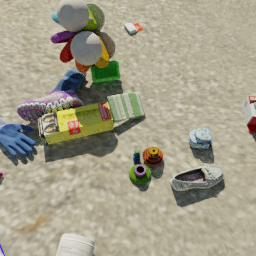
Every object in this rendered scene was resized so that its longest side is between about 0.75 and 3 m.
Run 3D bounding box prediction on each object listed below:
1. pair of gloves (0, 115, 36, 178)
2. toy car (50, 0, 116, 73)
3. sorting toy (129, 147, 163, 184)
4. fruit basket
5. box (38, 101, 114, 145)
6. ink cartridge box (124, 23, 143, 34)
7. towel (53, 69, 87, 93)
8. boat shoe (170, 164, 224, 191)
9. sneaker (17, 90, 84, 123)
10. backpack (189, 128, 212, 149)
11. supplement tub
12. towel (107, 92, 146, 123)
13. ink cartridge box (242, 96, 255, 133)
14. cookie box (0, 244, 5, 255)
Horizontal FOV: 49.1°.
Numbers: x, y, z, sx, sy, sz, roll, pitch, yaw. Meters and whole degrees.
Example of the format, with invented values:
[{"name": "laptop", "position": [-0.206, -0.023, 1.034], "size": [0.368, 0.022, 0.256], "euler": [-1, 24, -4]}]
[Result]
[{"name": "pair of gloves", "position": [-4.853, 0.739, 10.375], "size": [2.277, 0.323, 2.832], "euler": [36, 64, 20]}, {"name": "toy car", "position": [-2.004, -3.654, 11.262], "size": [2.224, 2.966, 2.596], "euler": [-17, 11, 20]}, {"name": "sorting toy", "position": [0.587, 1.163, 9.871], "size": [0.946, 0.646, 1.574], "euler": [30, 62, 19]}, {"name": "fruit basket", "position": [-1.017, -2.578, 12.411], "size": [1.361, 0.982, 1.361], "euler": [-7, 13, 1]}, {"name": "box", "position": [-1.980, -0.198, 10.759], "size": [2.736, 0.686, 1.030], "euler": [-12, 56, -8]}, {"name": "ink cartridge box", "position": [0.294, -5.216, 14.453], "size": [0.812, 0.192, 0.650], "euler": [-23, 59, -13]}, {"name": "towel", "position": [-2.528, -1.940, 12.122], "size": [0.896, 0.389, 1.605], "euler": [19, 58, 13]}, {"name": "boat shoe", "position": [2.396, 1.666, 9.552], "size": [1.903, 0.610, 0.701], "euler": [-9, 56, -6]}, {"name": "sneaker", "position": [-3.098, -0.965, 11.187], "size": [2.527, 1.016, 1.117], "euler": [-10, 50, -11]}, {"name": "backpack", "position": [2.693, 0.352, 10.456], "size": [0.810, 0.595, 0.741], "euler": [-1, 52, 4]}, {"name": "supplement tub", "position": [-1.580, 3.892, 7.798], "size": [1.038, 1.038, 1.573], "euler": [9, 55, 6]}, {"name": "towel", "position": [-0.045, -0.853, 11.121], "size": [1.399, 0.164, 1.067], "euler": [-14, 87, -22]}, {"name": "ink cartridge box", "position": [5.494, -0.510, 10.993], "size": [1.573, 0.659, 1.381], "euler": [2, 57, 1]}, {"name": "cookie box", "position": [-4.870, 4.153, 7.600], "size": [2.798, 1.051, 2.393], "euler": [-29, 61, -18]}]
